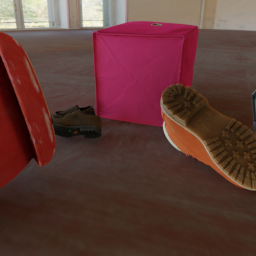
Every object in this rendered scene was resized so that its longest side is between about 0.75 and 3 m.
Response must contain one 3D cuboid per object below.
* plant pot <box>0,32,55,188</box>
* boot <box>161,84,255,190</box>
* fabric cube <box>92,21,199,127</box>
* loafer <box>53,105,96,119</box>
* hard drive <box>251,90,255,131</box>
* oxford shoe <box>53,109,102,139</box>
[{"bbox_3d":[-2.849,-0.100,4.921,2.638,2.897,2.897,-20,30,-22],"label":"plant pot"},{"bbox_3d":[1.858,0.369,6.454,1.076,1.538,2.868,-33,64,-19],"label":"boot"},{"bbox_3d":[0.679,-1.985,9.538,2.806,2.860,2.851,10,27,18],"label":"fabric cube"},{"bbox_3d":[-1.688,-0.510,8.801,1.334,0.476,0.487,-7,29,-17],"label":"loafer"},{"bbox_3d":[3.883,0.350,5.278,0.560,2.068,2.960,-41,39,-20],"label":"hard drive"},{"bbox_3d":[-1.600,-0.150,7.879,1.765,0.641,0.745,4,64,-2],"label":"oxford shoe"}]
